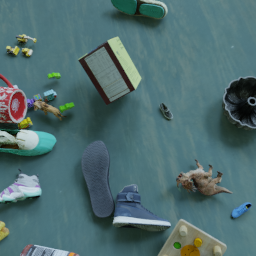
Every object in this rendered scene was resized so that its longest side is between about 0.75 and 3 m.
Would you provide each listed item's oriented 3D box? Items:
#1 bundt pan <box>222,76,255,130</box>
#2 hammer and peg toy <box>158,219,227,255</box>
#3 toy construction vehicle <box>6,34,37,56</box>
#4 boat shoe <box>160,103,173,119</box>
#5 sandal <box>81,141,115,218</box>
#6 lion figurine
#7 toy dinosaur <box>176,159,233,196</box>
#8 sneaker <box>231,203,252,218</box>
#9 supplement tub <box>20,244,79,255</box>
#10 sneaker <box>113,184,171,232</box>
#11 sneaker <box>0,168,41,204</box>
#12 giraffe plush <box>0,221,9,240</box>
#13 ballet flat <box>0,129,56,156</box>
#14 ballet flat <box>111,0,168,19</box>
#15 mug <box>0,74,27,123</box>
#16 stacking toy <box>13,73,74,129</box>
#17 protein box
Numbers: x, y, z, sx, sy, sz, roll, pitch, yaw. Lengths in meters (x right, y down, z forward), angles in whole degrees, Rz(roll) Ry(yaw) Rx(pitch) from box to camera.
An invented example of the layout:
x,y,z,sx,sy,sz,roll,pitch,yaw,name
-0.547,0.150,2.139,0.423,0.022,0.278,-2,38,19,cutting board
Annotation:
x,y,z,sx,sy,sz,roll,pitch,yaw,name
4.680,-0.864,10.880,2.205,0.828,2.205,0,69,1,bundt pan
1.841,4.222,8.817,1.697,0.814,2.308,28,100,8,hammer and peg toy
-4.641,-3.607,12.163,1.103,0.388,0.960,16,70,6,toy construction vehicle
1.507,-0.679,11.104,0.272,0.267,0.753,-36,73,-13,boat shoe
-1.067,1.814,10.061,1.027,0.578,2.700,-8,76,5,sandal
-3.007,-0.701,10.859,1.214,0.744,0.440,13,70,4,lion figurine
2.607,1.957,9.855,1.923,0.825,1.303,36,80,1,toy dinosaur
3.948,2.844,9.734,0.802,0.314,0.264,-30,74,-9,sneaker
-2.251,4.409,8.681,2.184,1.168,1.168,10,69,4,supplement tub
0.511,2.692,9.552,1.999,0.760,1.444,14,51,-15,sneaker
-3.953,2.005,9.928,1.652,0.642,1.155,-7,67,-13,sneaker
-4.559,3.545,9.173,0.895,0.841,1.037,17,70,6,giraffe plush
-4.146,0.473,10.267,2.858,1.006,0.962,1,69,0,ballet flat
0.518,-5.606,12.830,2.670,0.901,0.833,19,42,3,ballet flat
-5.072,-1.129,10.317,2.305,1.538,2.046,6,95,10,mug
-3.493,-1.128,11.186,2.281,0.536,1.720,-22,72,-10,stacking toy
-0.583,-2.142,10.289,1.256,1.848,1.862,-26,106,18,protein box
